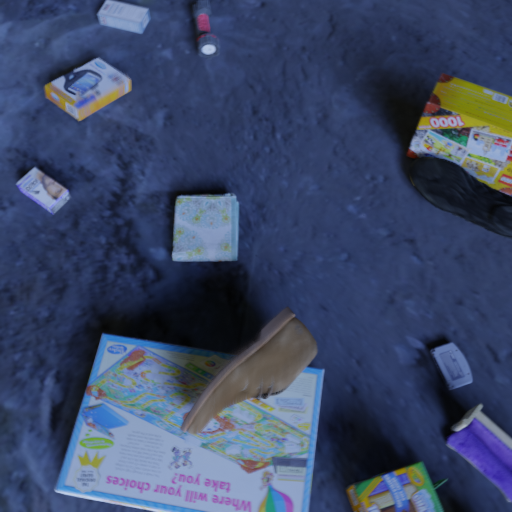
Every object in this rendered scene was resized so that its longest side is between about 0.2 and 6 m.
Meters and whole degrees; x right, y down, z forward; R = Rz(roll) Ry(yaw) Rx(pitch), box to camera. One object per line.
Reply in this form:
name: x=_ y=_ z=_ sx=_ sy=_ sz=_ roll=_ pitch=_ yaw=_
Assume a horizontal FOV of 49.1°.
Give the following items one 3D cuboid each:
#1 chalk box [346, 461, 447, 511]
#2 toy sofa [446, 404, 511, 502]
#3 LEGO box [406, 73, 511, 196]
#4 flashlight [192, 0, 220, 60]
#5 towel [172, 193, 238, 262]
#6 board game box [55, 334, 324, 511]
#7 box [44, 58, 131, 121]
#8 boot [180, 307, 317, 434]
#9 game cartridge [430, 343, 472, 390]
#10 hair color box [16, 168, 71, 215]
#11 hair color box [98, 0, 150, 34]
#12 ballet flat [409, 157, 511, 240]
chalk box: x=2.236 y=3.728 z=8.521 sx=1.441 sy=0.899 sz=0.893 roll=-15 pitch=64 yaw=-6
toy sofa: x=3.855 y=3.175 z=8.968 sx=0.719 sy=0.611 sz=1.474 roll=-40 pitch=70 yaw=-19
LEGO box: x=4.409 y=-2.399 z=11.206 sx=2.291 sy=1.706 sz=0.884 roll=24 pitch=66 yaw=12
flashlight: x=-1.212 y=-5.478 z=13.444 sx=0.548 sy=0.550 sz=1.619 roll=-5 pitch=63 yaw=-5
towel: x=-0.983 y=-0.563 z=11.044 sx=1.263 sy=0.355 sz=1.476 roll=-2 pitch=63 yaw=2
board game box: x=-0.957 y=2.841 z=9.108 sx=3.823 sy=0.654 sz=2.570 roll=9 pitch=63 yaw=4
box: x=-3.654 y=-3.786 z=12.509 sx=1.055 sy=0.367 sz=1.772 roll=35 pitch=57 yaw=14
boot: x=-0.059 y=1.958 z=8.745 sx=2.562 sy=0.943 sz=0.967 roll=-41 pitch=83 yaw=-20
game cartridge: x=3.458 y=1.935 z=9.871 sx=0.503 sy=0.154 sz=0.755 roll=-18 pitch=64 yaw=-5
hair color box: x=-4.340 y=-1.331 z=11.450 sx=0.970 sy=0.314 sz=0.530 roll=33 pitch=67 yaw=14
hair color box: x=-3.243 y=-5.880 z=13.765 sx=1.110 sy=0.336 sz=0.549 roll=16 pitch=64 yaw=7
ballet flat: x=4.215 y=-1.097 z=11.083 sx=2.823 sy=0.802 sz=0.938 roll=39 pitch=102 yaw=31
